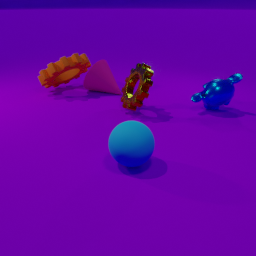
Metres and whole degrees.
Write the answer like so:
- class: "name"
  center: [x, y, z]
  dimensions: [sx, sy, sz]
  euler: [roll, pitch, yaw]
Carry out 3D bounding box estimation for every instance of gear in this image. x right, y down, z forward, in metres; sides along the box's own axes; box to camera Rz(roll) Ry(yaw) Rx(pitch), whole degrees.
- class: "gear"
  center: [0.260, -1.289, 8.814]
  dimensions: [0.278, 1.503, 1.503]
  euler: [18, 17, -26]
- class: "gear"
  center: [-2.407, -2.169, 10.726]
  dimensions: [2.018, 0.373, 2.018]
  euler: [-27, -2, -1]

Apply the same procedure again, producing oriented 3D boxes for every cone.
- class: "cone"
  center: [-0.755, -1.678, 10.809]
  dimensions: [1.374, 1.369, 1.369]
  euler: [38, 37, 13]

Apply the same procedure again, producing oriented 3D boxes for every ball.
- class: "ball"
  center: [0.078, 0.344, 6.111]
  dimensions: [1.004, 1.004, 1.004]
  euler: [0, 25, 0]

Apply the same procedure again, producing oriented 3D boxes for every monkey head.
- class: "monkey head"
  center: [2.813, -1.241, 9.074]
  dimensions: [1.701, 1.025, 1.224]
  euler: [-27, 55, 8]
